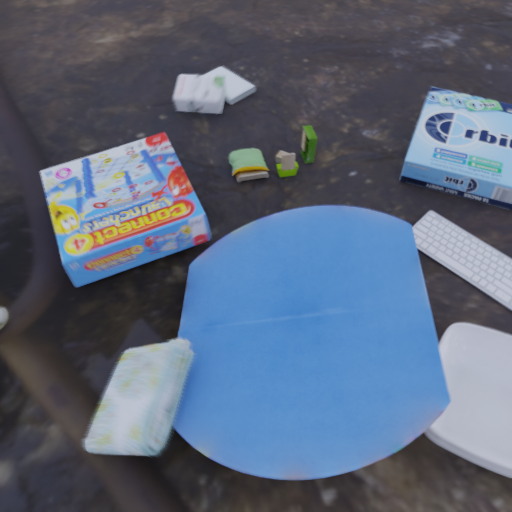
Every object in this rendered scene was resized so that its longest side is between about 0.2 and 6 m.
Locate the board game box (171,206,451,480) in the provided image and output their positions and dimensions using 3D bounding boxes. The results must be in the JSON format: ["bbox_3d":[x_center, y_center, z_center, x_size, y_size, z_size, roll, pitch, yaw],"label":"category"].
[{"bbox_3d":[0.711,1.187,8.450,3.715,0.916,4.702,-9,45,12],"label":"board game box"}]

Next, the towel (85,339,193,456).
[{"bbox_3d":[-1.608,1.965,7.811,1.392,0.392,1.627,-18,42,41],"label":"towel"}]

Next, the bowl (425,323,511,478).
[{"bbox_3d":[3.376,2.112,7.935,2.000,0.746,1.997,21,53,15],"label":"bowl"}]

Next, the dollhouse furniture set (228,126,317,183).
[{"bbox_3d":[0.327,-2.133,11.510,1.787,0.690,0.893,-9,50,-8],"label":"dollhouse furniture set"}]

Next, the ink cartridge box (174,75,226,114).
[{"bbox_3d":[-1.286,-3.731,12.896,1.060,0.447,0.774,5,63,7],"label":"ink cartridge box"}]

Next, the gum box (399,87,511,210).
[{"bbox_3d":[4.477,-2.333,11.723,2.308,0.605,2.717,18,52,14],"label":"gum box"}]

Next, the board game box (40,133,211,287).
[{"bbox_3d":[-2.453,-0.943,10.341,2.548,0.712,2.495,-21,52,-11],"label":"board game box"}]

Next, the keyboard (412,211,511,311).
[{"bbox_3d":[4.137,0.291,9.829,0.904,0.171,3.213,-37,59,-26],"label":"keyboard"}]

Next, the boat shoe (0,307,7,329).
[{"bbox_3d":[-4.905,0.894,8.972,1.728,0.591,0.646,6,65,8],"label":"boat shoe"}]

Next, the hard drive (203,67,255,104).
[{"bbox_3d":[-0.727,-4.129,13.527,0.806,0.161,1.223,-36,58,-26],"label":"hard drive"}]
